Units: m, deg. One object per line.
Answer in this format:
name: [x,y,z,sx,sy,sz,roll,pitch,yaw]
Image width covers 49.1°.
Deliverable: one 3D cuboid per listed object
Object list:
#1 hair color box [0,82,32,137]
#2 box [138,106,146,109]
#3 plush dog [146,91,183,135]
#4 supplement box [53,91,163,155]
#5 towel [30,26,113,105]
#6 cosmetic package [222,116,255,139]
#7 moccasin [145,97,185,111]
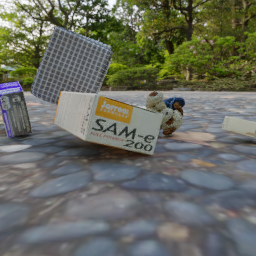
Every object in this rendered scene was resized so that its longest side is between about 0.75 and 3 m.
hair color box: [-3.098,-0.577,7.581,0.649,1.095,2.003,-14,20,-22]
box: [-0.153,-0.349,8.641,1.489,0.579,0.707,-1,12,-4]
plush dog: [0.912,-0.231,7.375,1.048,1.221,0.979,15,-28,24]
supplement box: [-0.543,-0.169,5.818,1.428,0.833,2.265,14,1,-28]
towel: [-1.524,-1.553,7.688,1.727,2.086,0.893,23,9,-1]
cosmetic package: [2.734,0.004,6.491,0.521,0.352,0.990,12,6,-25]
moccasin: [1.506,-0.786,11.464,1.770,0.712,0.604,-17,15,3]
